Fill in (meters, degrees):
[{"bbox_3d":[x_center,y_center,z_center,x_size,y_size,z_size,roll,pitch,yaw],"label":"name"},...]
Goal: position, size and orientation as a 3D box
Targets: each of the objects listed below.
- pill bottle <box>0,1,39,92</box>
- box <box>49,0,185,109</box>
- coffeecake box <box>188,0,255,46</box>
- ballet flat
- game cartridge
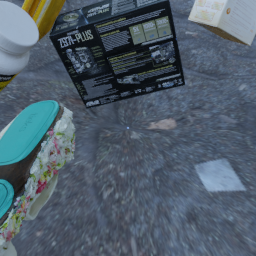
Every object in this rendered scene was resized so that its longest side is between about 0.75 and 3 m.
[{"bbox_3d":[-1.875,-0.958,3.759,1.514,0.842,0.842,-29,35,35],"label":"pill bottle"},{"bbox_3d":[-0.123,-1.506,5.458,2.141,1.753,0.922,-13,43,12],"label":"box"},{"bbox_3d":[2.807,-3.554,6.860,1.929,2.513,0.918,2,25,-45],"label":"coffeecake box"},{"bbox_3d":[-0.617,0.373,1.378,0.554,0.468,1.464,0,33,21],"label":"ballet flat"},{"bbox_3d":[-1.323,-2.638,5.189,0.385,2.093,2.375,28,20,-19],"label":"game cartridge"}]
